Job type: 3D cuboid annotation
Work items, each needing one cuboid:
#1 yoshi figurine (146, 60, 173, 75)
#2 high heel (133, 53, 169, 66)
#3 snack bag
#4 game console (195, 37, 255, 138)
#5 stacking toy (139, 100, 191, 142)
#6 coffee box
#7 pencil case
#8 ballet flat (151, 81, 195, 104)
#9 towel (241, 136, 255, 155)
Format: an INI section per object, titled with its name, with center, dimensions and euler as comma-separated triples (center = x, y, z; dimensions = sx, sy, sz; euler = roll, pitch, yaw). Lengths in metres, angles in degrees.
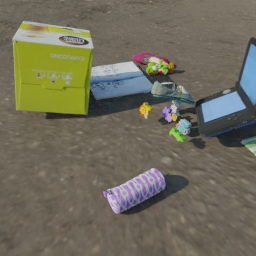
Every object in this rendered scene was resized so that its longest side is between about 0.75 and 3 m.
[yoshi figurine]
center = 1.295, -2.549, 11.652
dimensions = 1.105, 0.621, 0.619
euler = -5, 20, -3
[high heel]
center = 1.011, -2.909, 12.163
dimensions = 1.555, 0.524, 0.746
euler = 11, 24, -7
[snack bag]
center = -0.463, -1.915, 10.972
dimensions = 2.446, 0.278, 2.594
euler = -10, 37, -15
[game console]
center = 2.807, -1.202, 7.793
dimensions = 2.255, 1.563, 2.642
euler = -20, 19, 19
[stacking toy]
center = 1.415, -0.199, 8.272
dimensions = 1.409, 0.439, 1.869
euler = -9, 40, -37
[coffee box]
center = -2.319, -1.919, 8.937
dimensions = 2.185, 2.188, 2.164
euler = 3, 31, -13
[pencil case]
center = 0.165, 1.359, 6.171
dimensions = 1.379, 0.579, 0.590
euler = -18, 27, -26
[ballet flat]
center = 1.466, -1.097, 8.595
dimensions = 1.630, 0.519, 0.549
euler = 9, 5, -29
[towel]
center = 3.685, 0.575, 7.644
dimensions = 0.762, 0.117, 1.000
euler = -12, 38, -16
